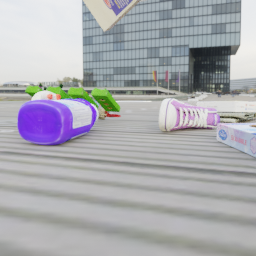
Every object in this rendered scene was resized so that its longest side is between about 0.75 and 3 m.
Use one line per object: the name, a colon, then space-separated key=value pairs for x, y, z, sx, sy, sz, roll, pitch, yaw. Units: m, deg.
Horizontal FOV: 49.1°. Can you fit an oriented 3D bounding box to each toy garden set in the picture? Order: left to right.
toy garden set: x=-1.488 y=-0.862 z=9.069 sx=2.692 sy=0.537 sz=2.244 roll=5 pitch=-17 yaw=19

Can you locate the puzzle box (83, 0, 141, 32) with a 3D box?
puzzle box: x=-0.650 y=-3.449 z=6.222 sx=1.420 sy=2.134 sz=0.271 roll=-27 pitch=12 yaw=42

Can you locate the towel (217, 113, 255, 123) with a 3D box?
towel: x=3.356 y=-0.367 z=9.773 sx=1.870 sy=0.323 sz=1.801 roll=2 pitch=4 yaw=36

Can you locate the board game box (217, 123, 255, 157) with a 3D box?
board game box: x=2.545 y=0.162 z=4.544 sx=1.679 sy=0.345 sz=1.675 roll=0 pitch=7 yaw=-3

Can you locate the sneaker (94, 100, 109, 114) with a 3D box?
sneaker: x=-1.528 y=-0.981 z=12.837 sx=0.897 sy=0.745 sz=1.877 roll=-5 pitch=7 yaw=-24

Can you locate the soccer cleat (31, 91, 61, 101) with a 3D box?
soccer cleat: x=-2.126 y=-0.404 z=7.509 sx=1.044 sy=0.932 sz=2.691 roll=-4 pitch=-1 yaw=3

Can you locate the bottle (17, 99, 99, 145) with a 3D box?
bottle: x=-1.233 y=-0.209 z=5.799 sx=1.001 sy=0.783 sz=2.397 roll=6 pitch=8 yaw=12

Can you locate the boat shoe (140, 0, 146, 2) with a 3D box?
boat shoe: x=0.100 y=-4.314 z=9.020 sx=0.486 sy=0.533 sz=1.480 roll=31 pitch=48 yaw=31

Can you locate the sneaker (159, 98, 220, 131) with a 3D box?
sneaker: x=1.587 y=-0.310 z=6.923 sx=1.240 sy=0.788 sz=2.175 roll=7 pitch=9 yaw=27

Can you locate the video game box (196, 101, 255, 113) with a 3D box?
video game box: x=3.776 y=-0.770 z=10.326 sx=1.680 sy=0.432 sz=1.844 roll=1 pitch=3 yaw=-29
